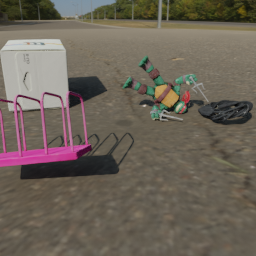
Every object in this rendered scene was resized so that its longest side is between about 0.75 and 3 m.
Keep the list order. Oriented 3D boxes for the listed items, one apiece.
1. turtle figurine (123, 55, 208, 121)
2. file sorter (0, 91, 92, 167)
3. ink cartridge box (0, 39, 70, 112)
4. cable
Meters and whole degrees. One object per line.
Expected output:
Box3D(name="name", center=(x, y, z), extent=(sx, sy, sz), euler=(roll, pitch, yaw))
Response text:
Box3D(name="turtle figurine", center=(1.220, -1.113, 9.286), extent=(2.568, 1.922, 1.293), euler=(35, -6, -7))
Box3D(name="file sorter", center=(-1.850, 0.001, 5.399), extent=(1.970, 1.236, 1.369), euler=(-6, 1, 4))
Box3D(name="ink cartridge box", center=(-3.443, -2.117, 10.656), extent=(2.128, 2.138, 2.942), euler=(-5, 25, -15))
Box3D(name="cable", center=(3.215, -0.582, 8.944), extent=(1.450, 0.451, 1.777), euler=(-13, 12, -21))
